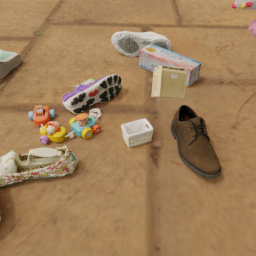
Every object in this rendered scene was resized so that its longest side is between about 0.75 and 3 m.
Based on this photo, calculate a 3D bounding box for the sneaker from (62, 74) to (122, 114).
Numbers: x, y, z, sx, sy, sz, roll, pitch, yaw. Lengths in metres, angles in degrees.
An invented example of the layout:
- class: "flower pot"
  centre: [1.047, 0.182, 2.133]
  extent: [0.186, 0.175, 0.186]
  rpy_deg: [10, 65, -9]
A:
- class: "sneaker"
  centre: [-1.209, -1.322, 9.523]
  extent: [2.247, 0.906, 0.938]
  rpy_deg: [-26, 43, -26]

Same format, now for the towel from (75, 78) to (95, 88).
- class: "towel"
  centre: [-1.465, -1.584, 10.343]
  extent: [0.600, 0.123, 0.804]
  rpy_deg: [29, 49, 27]

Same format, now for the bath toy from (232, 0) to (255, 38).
- class: "bath toy"
  centre: [2.084, -1.500, 4.141]
  extent: [0.559, 1.512, 0.658]
  rpy_deg: [-24, 33, 44]

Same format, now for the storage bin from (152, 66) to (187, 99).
- class: "storage bin"
  centre: [1.046, -1.141, 7.101]
  extent: [0.778, 0.772, 0.365]
  rpy_deg: [1, 6, -27]

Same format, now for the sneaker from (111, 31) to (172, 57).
- class: "sneaker"
  centre: [0.567, -3.742, 12.247]
  extent: [2.582, 1.006, 1.283]
  rpy_deg: [8, 35, -4]

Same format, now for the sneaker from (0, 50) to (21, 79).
- class: "sneaker"
  centre: [-5.221, -2.499, 10.893]
  extent: [1.153, 0.719, 1.954]
  rpy_deg: [16, 35, 9]

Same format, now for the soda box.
- class: "soda box"
  centre: [1.563, -2.458, 10.831]
  extent: [2.389, 0.760, 0.817]
  rpy_deg: [31, 50, 29]

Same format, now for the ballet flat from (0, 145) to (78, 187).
- class: "ballet flat"
  centre: [-2.561, 0.870, 7.124]
  extent: [2.512, 0.803, 0.950]
  rpy_deg: [-9, 43, -9]

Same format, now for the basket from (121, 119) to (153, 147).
- class: "basket"
  centre: [0.260, 0.150, 8.138]
  extent: [0.816, 0.504, 0.553]
  rpy_deg: [-15, 44, -17]

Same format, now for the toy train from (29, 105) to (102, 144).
- class: "toy train"
  centre: [-1.965, -0.328, 8.568]
  extent: [2.295, 0.638, 1.724]
  rpy_deg: [-4, 43, -4]

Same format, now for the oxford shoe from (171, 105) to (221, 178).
- class: "oxford shoe"
  centre: [1.799, 0.274, 7.625]
  extent: [0.892, 1.037, 2.456]
  rpy_deg: [-10, 45, -13]
